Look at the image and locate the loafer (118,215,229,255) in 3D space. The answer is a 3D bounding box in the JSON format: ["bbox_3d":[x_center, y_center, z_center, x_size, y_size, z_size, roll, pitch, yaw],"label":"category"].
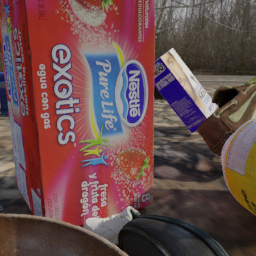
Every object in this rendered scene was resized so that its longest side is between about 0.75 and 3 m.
[{"bbox_3d":[0.400,1.086,1.654,0.652,0.657,1.804,-14,17,-32],"label":"loafer"}]

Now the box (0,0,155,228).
[{"bbox_3d":[-0.628,-0.477,3.315,1.381,2.894,1.443,-10,16,-31],"label":"box"}]

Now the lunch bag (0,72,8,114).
[{"bbox_3d":[-3.454,-1.509,10.500,1.751,1.705,2.577,5,15,21],"label":"lunch bag"}]

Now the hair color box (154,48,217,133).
[{"bbox_3d":[1.401,-0.990,7.253,0.653,2.013,1.100,-37,7,36],"label":"hair color box"}]

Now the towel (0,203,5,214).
[{"bbox_3d":[-2.677,0.953,3.106,1.907,0.342,1.981,-16,22,-42],"label":"towel"}]

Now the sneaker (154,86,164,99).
[{"bbox_3d":[1.234,-1.872,14.315,2.073,0.730,0.783,3,12,11],"label":"sneaker"}]

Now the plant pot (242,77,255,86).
[{"bbox_3d":[4.684,-1.114,9.263,1.740,1.807,1.807,-17,18,-20],"label":"plant pot"}]

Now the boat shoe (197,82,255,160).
[{"bbox_3d":[2.132,-0.493,5.213,1.035,1.033,2.797,38,44,11],"label":"boat shoe"}]

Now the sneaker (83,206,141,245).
[{"bbox_3d":[-0.062,0.939,2.756,0.804,0.399,0.313,4,13,16],"label":"sneaker"}]

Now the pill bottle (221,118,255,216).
[{"bbox_3d":[1.693,0.441,2.806,1.218,1.218,2.174,1,1,2],"label":"pill bottle"}]

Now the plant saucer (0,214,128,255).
[{"bbox_3d":[-1.119,1.274,1.062,2.866,0.494,2.866,-2,14,0],"label":"plant saucer"}]
